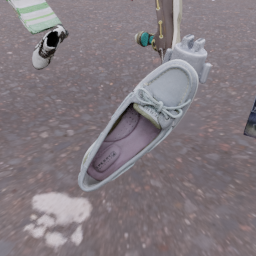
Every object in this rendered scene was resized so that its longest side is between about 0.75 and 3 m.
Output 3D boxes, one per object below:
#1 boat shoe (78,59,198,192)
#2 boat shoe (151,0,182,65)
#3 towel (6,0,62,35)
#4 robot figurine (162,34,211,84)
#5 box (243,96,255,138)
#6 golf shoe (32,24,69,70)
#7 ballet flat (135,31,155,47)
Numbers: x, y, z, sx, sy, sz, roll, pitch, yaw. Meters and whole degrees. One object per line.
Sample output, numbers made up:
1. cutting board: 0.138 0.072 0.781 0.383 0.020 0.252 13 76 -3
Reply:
1. boat shoe: 0.134 0.009 4.209 0.887 2.407 0.772 44 13 -6
2. boat shoe: 0.876 -2.082 6.405 0.621 2.088 0.750 2 4 17
3. towel: -3.018 -3.822 8.646 0.209 1.785 1.361 -26 13 44
4. robot figurine: 0.929 -1.000 4.518 0.800 0.943 0.532 29 39 23
5. box: 3.012 -0.180 5.610 1.085 1.076 0.668 18 70 22
6. golf shoe: -2.505 -2.439 8.530 0.646 1.661 0.785 35 23 -12
7. ballet flat: 0.516 -2.770 8.704 0.512 0.461 1.359 20 24 26
